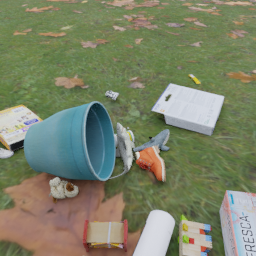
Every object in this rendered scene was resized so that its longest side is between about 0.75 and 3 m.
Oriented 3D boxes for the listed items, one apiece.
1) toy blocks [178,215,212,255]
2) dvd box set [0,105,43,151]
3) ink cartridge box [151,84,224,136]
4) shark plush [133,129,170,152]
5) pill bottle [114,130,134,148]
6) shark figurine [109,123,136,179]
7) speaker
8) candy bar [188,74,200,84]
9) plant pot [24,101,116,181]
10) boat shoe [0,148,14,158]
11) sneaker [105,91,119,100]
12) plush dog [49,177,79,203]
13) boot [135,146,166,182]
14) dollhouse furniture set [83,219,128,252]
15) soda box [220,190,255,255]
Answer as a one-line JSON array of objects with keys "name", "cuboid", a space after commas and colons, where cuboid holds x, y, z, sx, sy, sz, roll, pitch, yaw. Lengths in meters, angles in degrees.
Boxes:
[{"name": "toy blocks", "cuboid": [1.705, 2.833, 6.971, 0.805, 0.588, 1.177, 11, 45, -1]}, {"name": "dvd box set", "cuboid": [-4.337, -0.085, 10.943, 2.404, 0.353, 1.759, 31, 41, 35]}, {"name": "ink cartridge box", "cuboid": [2.578, -0.871, 11.909, 2.549, 0.552, 2.502, 16, 41, 19]}, {"name": "shark plush", "cuboid": [0.804, 0.496, 10.010, 1.515, 0.631, 0.688, -12, 38, -15]}, {"name": "pill bottle", "cuboid": [-0.276, 0.432, 10.201, 0.905, 0.510, 0.510, -16, 39, -19]}, {"name": "shark figurine", "cuboid": [-0.232, 0.963, 9.520, 0.835, 1.195, 2.000, -18, 50, 18]}, {"name": "speaker", "cuboid": [0.568, 2.866, 6.702, 0.729, 0.729, 1.794, 14, 39, 18]}, {"name": "candy bar", "cuboid": [3.459, -2.565, 14.627, 0.255, 0.113, 1.022, -6, 36, -15]}, {"name": "plant pot", "cuboid": [-1.843, 0.506, 8.727, 2.250, 2.395, 2.395, -7, 34, 16]}, {"name": "boat shoe", "cuboid": [-4.458, 0.854, 9.801, 0.839, 0.293, 0.297, 0, 37, -4]}, {"name": "sneaker", "cuboid": [-0.744, -1.517, 12.647, 0.554, 0.340, 0.852, 29, 20, -4]}, {"name": "plush dog", "cuboid": [-1.825, 1.841, 8.206, 0.753, 0.876, 0.703, -3, 69, 12]}, {"name": "boot", "cuboid": [0.735, 1.219, 9.129, 0.871, 0.609, 1.624, -10, 29, -7]}, {"name": "dollhouse furniture set", "cuboid": [-0.563, 3.155, 6.460, 1.054, 0.797, 1.959, 2, 53, 2]}, {"name": "soda box", "cuboid": [2.806, 2.822, 6.568, 0.876, 0.943, 2.756, 5, 37, 7]}]
